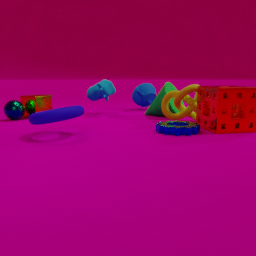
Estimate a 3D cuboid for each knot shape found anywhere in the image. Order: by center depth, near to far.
[{"bbox_3d":[1.792,-0.763,9.290,1.421,1.518,0.701,-2,41,25],"label":"knot shape"}]

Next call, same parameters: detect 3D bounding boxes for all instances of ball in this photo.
[{"bbox_3d":[-3.976,-0.627,9.808,0.702,0.702,0.702,0,11,0],"label":"ball"}]

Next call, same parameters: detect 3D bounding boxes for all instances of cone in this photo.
[{"bbox_3d":[1.201,-0.792,10.721,1.436,1.431,1.431,-25,-3,30],"label":"cone"}]

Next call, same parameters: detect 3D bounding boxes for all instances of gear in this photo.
[{"bbox_3d":[1.394,-0.006,7.854,1.202,0.222,1.202,0,11,0],"label":"gear"}]

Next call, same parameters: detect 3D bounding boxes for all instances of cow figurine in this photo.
[{"bbox_3d":[-1.101,-1.416,10.966,1.401,0.769,1.378,-21,18,24],"label":"cow figurine"}]

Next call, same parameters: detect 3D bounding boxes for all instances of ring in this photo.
[{"bbox_3d":[-1.832,-0.343,7.237,1.425,0.285,1.425,-10,8,1],"label":"ring"}]

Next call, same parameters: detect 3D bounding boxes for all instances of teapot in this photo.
[{"bbox_3d":[0.813,-1.384,12.586,1.834,1.140,0.898,29,25,-54],"label":"teapot"}]

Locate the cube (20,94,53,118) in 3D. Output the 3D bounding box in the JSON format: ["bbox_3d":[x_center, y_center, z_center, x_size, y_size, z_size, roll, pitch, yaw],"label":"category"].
[{"bbox_3d":[-3.388,-0.810,10.412,0.811,0.811,0.811,5,13,30],"label":"cube"}]

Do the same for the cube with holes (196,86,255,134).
[{"bbox_3d":[2.841,-0.579,8.126,1.237,1.237,1.237,-2,11,-12],"label":"cube with holes"}]
